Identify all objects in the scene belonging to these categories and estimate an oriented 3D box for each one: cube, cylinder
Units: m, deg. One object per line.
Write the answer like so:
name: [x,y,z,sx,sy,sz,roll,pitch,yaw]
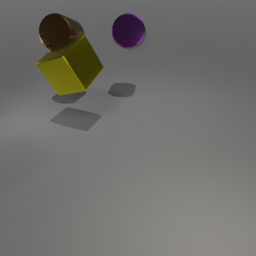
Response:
cube: [-1.977,-2.160,9.749,1.400,1.400,1.400,-3,43,37]
cylinder: [-2.676,-3.832,11.460,1.400,1.400,1.400,7,13,13]
cylinder: [0.073,-4.176,12.234,1.400,1.400,1.400,3,15,5]
